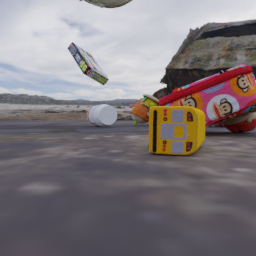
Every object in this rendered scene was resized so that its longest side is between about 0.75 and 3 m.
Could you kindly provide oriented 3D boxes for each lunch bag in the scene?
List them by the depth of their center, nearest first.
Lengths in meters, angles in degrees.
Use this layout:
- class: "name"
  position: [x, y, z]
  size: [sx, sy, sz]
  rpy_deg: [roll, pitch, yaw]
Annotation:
- class: "lunch bag"
  position: [1.364, -0.417, 5.053]
  size: [1.785, 0.830, 2.026]
  rpy_deg: [-22, -2, 19]

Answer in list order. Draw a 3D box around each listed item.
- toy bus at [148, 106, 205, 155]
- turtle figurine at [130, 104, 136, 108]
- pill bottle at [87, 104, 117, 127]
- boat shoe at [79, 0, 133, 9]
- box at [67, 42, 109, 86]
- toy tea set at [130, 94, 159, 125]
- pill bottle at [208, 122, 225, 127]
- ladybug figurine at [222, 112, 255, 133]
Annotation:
- class: "toy bus"
  position: [0.445, -0.004, 2.486]
  size: [0.433, 0.360, 1.106]
  rpy_deg: [1, 2, 19]
- class: "turtle figurine"
  position: [1.546, -0.602, 13.370]
  size: [2.633, 0.848, 2.123]
  rpy_deg: [11, 5, -30]
- class: "pill bottle"
  position: [-0.857, -0.409, 9.235]
  size: [0.729, 0.729, 1.330]
  rpy_deg: [-1, 2, -22]
- class: "boat shoe"
  position: [-0.416, -2.413, 4.532]
  size: [1.064, 0.935, 2.989]
  rpy_deg: [-32, 23, 4]
- class: "box"
  position: [-1.372, -2.204, 9.543]
  size: [0.960, 0.303, 1.745]
  rpy_deg: [26, 23, -45]
- class: "toy tea set"
  position: [0.978, -0.392, 10.392]
  size: [1.726, 1.074, 2.903]
  rpy_deg: [29, -3, -2]
- class: "pill bottle"
  position: [2.751, -0.331, 8.835]
  size: [1.060, 0.605, 0.605]
  rpy_deg: [2, 3, 35]
- class: "ladybug figurine"
  position: [2.116, -0.105, 5.266]
  size: [0.647, 0.343, 0.953]
  rpy_deg: [-9, 1, 7]
